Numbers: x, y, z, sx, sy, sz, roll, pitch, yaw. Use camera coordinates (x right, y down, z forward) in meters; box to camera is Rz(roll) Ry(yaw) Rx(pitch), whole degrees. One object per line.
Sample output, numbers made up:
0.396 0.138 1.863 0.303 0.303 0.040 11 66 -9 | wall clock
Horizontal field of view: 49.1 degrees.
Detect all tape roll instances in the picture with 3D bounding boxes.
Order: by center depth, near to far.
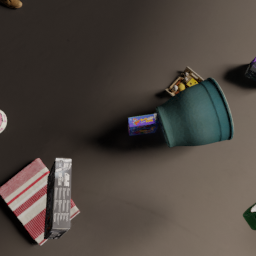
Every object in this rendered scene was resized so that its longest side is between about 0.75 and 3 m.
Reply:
3.984 2.113 7.544 1.760 1.760 0.423 -29 75 -7 | tape roll

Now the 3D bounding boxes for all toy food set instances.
2.234 -1.632 10.887 0.964 0.406 1.343 42 81 9 | toy food set

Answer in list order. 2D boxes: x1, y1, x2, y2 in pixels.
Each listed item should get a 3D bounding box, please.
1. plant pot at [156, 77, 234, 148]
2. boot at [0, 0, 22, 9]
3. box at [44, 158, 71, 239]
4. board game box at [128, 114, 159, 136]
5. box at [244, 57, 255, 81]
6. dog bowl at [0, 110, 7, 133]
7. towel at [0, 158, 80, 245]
2.177 -0.331 9.767 2.128 2.265 2.265 -19 77 5 | plant pot
-5.034 -5.399 11.763 1.175 0.443 0.433 23 76 4 | boot
-1.794 1.808 7.118 0.429 1.360 1.725 8 57 -22 | box
0.518 -0.089 9.974 0.997 1.483 0.332 -8 77 -2 | board game box
5.284 -2.177 10.911 1.143 0.606 0.699 27 78 6 | box
-5.185 -0.260 10.570 1.094 0.403 1.094 0 77 0 | dog bowl
-3.167 2.583 9.979 1.806 0.285 2.508 -39 81 -11 | towel
